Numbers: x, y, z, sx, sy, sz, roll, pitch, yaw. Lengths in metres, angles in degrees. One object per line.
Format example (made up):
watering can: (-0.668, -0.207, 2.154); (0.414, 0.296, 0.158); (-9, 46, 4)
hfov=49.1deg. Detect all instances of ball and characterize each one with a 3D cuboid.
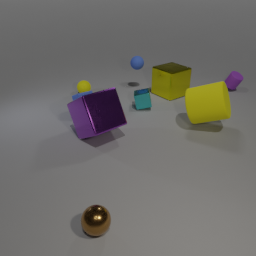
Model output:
ball: (0.471, -3.341, 14.364); (0.700, 0.700, 0.700); (0, 29, 0)
ball: (-0.742, 2.139, 6.509); (0.700, 0.700, 0.700); (0, 29, 0)
ball: (-2.227, -2.055, 14.170); (0.700, 0.700, 0.700); (0, 29, 0)

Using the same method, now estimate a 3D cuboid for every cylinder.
cylinder: (3.047, -0.943, 10.639); (1.400, 1.400, 1.400); (-9, 22, 28)
cylinder: (5.462, -2.466, 14.488); (0.700, 0.700, 0.700); (13, 48, -14)

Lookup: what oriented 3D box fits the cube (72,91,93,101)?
cube: (-1.893, -1.146, 12.003); (0.700, 0.700, 0.700); (-17, 7, -30)

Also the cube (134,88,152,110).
cube: (0.667, -1.323, 12.671); (0.700, 0.700, 0.700); (-10, 25, 7)

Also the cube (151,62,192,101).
cube: (2.152, -2.371, 14.047); (1.400, 1.400, 1.400); (-20, 34, -32)

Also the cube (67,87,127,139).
cube: (-1.130, -0.513, 10.140); (1.400, 1.400, 1.400); (-21, 5, -34)
